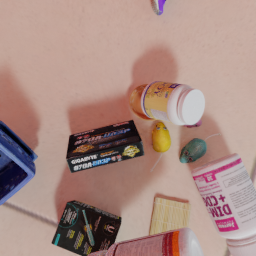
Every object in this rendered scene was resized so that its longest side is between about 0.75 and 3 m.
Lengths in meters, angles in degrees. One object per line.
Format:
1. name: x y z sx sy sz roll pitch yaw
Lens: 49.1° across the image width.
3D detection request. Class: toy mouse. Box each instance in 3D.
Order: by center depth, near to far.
1. toy mouse: 1.816 0.165 8.498 2.164 0.471 2.435 3 79 1

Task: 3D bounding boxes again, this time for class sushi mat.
1. sushi mat: 1.146 3.263 8.094 1.116 0.141 2.332 10 79 1

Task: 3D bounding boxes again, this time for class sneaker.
1. sneaker: 1.228 -4.647 9.320 0.900 0.629 1.811 -2 79 -1

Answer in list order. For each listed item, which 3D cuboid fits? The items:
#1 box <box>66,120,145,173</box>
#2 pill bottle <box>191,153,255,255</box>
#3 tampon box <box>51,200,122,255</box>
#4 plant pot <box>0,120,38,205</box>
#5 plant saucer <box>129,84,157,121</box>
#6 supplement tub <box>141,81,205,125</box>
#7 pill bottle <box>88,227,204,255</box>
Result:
1. box: -0.660 0.463 7.887 2.020 1.605 0.465 -13 113 -2
2. pill bottle: 2.870 2.083 7.655 1.422 1.422 2.509 -22 80 -4
3. tampon box: -1.077 2.821 7.737 1.562 0.986 1.170 20 80 4
4. plant pot: -3.603 0.922 7.543 1.757 1.580 1.757 -40 107 5
5. plant saucer: 0.642 -0.783 8.740 1.233 0.231 1.233 1 71 -3
6. supplement tub: 1.211 -0.691 7.727 1.517 1.103 1.103 18 76 48
7. pill bottle: 0.339 3.134 6.150 2.533 1.388 1.388 -21 79 20
